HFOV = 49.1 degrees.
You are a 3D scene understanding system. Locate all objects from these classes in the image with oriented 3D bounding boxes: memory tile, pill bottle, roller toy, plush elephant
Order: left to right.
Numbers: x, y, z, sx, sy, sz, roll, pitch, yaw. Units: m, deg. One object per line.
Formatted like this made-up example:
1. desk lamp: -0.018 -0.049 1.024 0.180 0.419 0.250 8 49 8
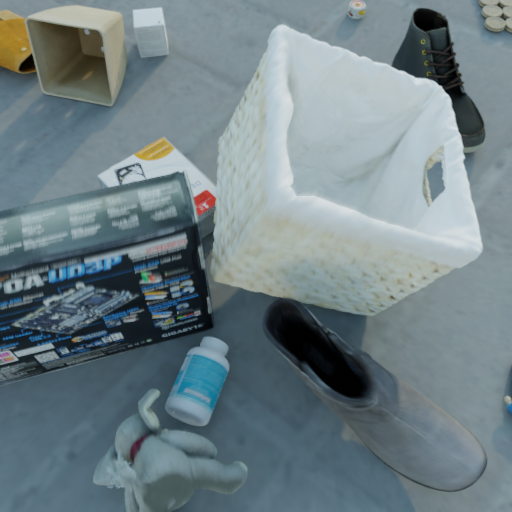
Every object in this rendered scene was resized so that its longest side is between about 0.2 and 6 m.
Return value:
1. plush elephant: -1.222 2.457 6.797 1.367 1.660 1.286 -48 32 4
2. pill bottle: -0.750 1.678 7.618 0.620 0.620 1.118 16 58 10
3. roller toy: 2.234 -5.473 12.437 0.376 0.288 0.412 9 58 6
4. memory tile: 5.685 -5.554 12.577 1.323 0.145 1.726 3 57 2

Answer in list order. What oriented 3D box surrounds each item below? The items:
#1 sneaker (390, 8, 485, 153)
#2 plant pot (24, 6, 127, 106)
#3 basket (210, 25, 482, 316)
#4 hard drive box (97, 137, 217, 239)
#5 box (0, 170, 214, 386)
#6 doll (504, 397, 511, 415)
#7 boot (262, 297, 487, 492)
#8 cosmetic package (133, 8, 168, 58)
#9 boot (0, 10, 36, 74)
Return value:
1. sneaker: 3.362 -3.215 10.277 1.029 1.461 2.751 -20 59 -12
2. plant pot: -3.305 -4.040 10.897 1.528 1.526 1.353 12 46 7
3. basket: 1.078 -0.988 7.755 2.906 2.337 2.880 13 58 -20
4. hard drive box: -1.517 -0.955 9.290 1.379 0.679 1.769 -37 65 -20
5. box: -2.371 0.469 7.100 3.541 2.815 0.815 -14 59 -8
6. doll: 3.765 1.976 7.648 0.753 0.267 1.104 10 58 8
7. boot: 1.362 1.750 6.669 3.001 1.976 1.047 31 82 21
8. cosmetic package: -2.182 -4.623 11.619 0.616 0.736 0.612 -7 57 -5
9. boot: -5.326 -4.082 11.210 1.723 0.847 2.407 38 60 22
